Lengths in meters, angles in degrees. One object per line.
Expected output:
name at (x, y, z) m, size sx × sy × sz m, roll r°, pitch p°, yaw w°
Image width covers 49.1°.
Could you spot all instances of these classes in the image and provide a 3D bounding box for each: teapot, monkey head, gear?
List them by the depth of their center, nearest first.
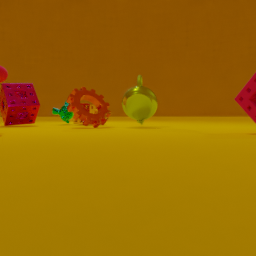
gear at (-1.182, -0.649, 8.575) m, size 1.373 × 1.373 × 0.254 m, roll -2°, pitch -33°, yaw -40°
teapot at (0.397, -0.796, 9.022) m, size 1.137 × 1.828 × 0.895 m, roll 1°, pitch 26°, yaw 9°
monkey head at (-2.684, -0.688, 11.717) m, size 0.822 × 1.142 × 0.688 m, roll 13°, pitch 20°, yaw 11°

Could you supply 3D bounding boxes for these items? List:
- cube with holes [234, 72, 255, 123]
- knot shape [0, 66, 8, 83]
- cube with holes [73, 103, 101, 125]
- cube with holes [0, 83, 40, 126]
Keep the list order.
cube with holes at (2.929, -0.649, 5.827) m, size 0.786 × 0.786 × 0.786 m, roll -13°, pitch -33°, yaw -30°
knot shape at (-2.997, -0.900, 5.305) m, size 0.758 × 1.641 × 1.536 m, roll 31°, pitch 18°, yaw 6°
cube with holes at (-1.599, -0.573, 11.374) m, size 0.848 × 0.848 × 0.848 m, roll 5°, pitch 5°, yaw 33°
cube with holes at (-3.893, -0.845, 9.981) m, size 1.057 × 1.057 × 1.057 m, roll -6°, pitch -33°, yaw -35°
